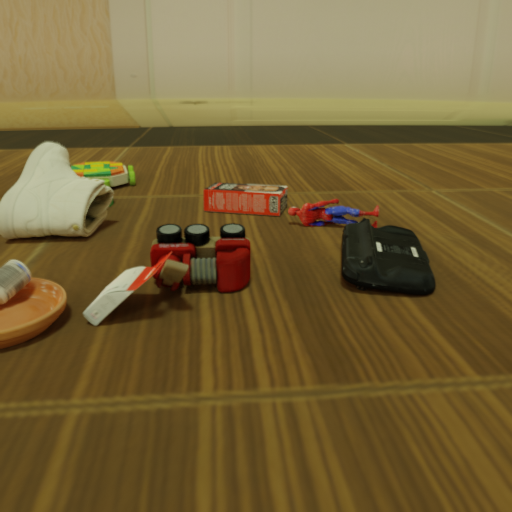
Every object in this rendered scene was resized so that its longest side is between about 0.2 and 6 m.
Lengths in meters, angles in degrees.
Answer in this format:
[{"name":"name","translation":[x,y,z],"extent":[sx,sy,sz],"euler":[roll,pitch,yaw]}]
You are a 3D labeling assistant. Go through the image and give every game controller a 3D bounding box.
[{"name":"game controller","translation":[2.053,-0.008,8.945],"extent":[1.352,0.546,2.591],"euler":[17,21,3]}]

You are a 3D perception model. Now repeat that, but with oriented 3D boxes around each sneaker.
[{"name":"sneaker","translation":[-3.706,-1.289,11.197],"extent":[1.813,1.156,3.138],"euler":[2,36,-4]}]

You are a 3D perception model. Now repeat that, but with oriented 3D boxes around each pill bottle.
[{"name":"pill bottle","translation":[-3.287,0.384,7.258],"extent":[0.381,0.381,0.670],"euler":[9,38,23]}]

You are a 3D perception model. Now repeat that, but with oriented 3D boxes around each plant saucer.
[{"name":"plant saucer","translation":[-3.263,0.724,6.922],"extent":[1.774,0.332,1.774],"euler":[0,20,0]}]

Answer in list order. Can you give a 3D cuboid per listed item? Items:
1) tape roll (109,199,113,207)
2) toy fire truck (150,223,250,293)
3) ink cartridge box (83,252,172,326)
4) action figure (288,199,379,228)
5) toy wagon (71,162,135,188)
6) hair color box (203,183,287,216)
[{"name":"tape roll","translation":[-3.830,-1.274,12.654],"extent":[1.170,0.281,1.170],"euler":[1,19,0]},{"name":"toy fire truck","translation":[-0.786,0.128,7.796],"extent":[1.443,1.055,1.639],"euler":[0,30,-3]},{"name":"ink cartridge box","translation":[-1.637,0.327,7.186],"extent":[0.313,1.098,0.892],"euler":[43,17,-9]},{"name":"action figure","translation":[1.492,-0.805,10.954],"extent":[1.736,0.568,0.449],"euler":[4,41,8]},{"name":"toy wagon","translation":[-4.061,-2.024,14.503],"extent":[1.805,0.460,2.326],"euler":[-5,20,-14]},{"name":"hair color box","translation":[-0.221,-1.247,12.214],"extent":[1.693,0.518,0.859],"euler":[5,19,12]}]
